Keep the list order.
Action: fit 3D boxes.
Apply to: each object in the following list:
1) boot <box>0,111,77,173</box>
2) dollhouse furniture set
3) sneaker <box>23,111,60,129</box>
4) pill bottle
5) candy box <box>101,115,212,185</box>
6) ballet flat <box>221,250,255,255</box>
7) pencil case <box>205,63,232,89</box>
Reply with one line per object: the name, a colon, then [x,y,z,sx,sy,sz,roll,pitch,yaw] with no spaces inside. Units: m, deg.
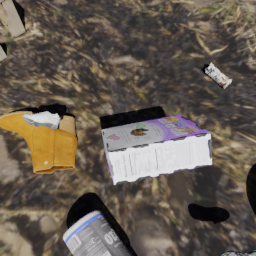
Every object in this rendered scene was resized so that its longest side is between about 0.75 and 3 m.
boot: [-2.466,0.416,7.454,2.197,0.773,1.573,1,63,-4]
dollhouse furniture set: [-4.691,-3.287,8.800,2.304,1.531,2.019,-39,70,-17]
sneaker: [-2.000,-0.214,6.498,0.857,0.301,0.343,10,58,2]
pill bottle: [-0.524,2.838,6.154,1.033,1.033,1.816,-35,70,-15]
candy box: [0.485,0.359,5.796,1.913,1.605,0.684,-11,106,-6]
ballet flat: [2.264,2.531,5.331,1.038,0.373,0.373,6,63,-16]
pencil case: [2.790,-1.600,8.626,0.346,0.398,0.890,-41,72,-5]
